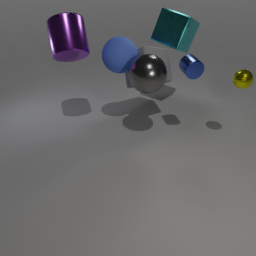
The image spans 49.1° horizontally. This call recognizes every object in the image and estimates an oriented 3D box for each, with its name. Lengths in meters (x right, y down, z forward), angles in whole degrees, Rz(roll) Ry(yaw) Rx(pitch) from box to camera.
[{"bbox_3d":[2.287,-2.211,10.104,0.700,0.700,0.700,-6,36,-10],"label":"cylinder"},{"bbox_3d":[2.093,-4.282,12.385,1.400,1.400,1.400,30,21,23],"label":"cube"},{"bbox_3d":[0.811,-2.522,11.845,1.400,1.400,1.400,-6,-2,-38],"label":"cube"},{"bbox_3d":[-0.320,-2.836,10.915,1.400,1.400,1.400,0,30,0],"label":"ball"},{"bbox_3d":[-2.239,-3.367,10.536,1.400,1.400,1.400,-11,-1,0],"label":"cylinder"},{"bbox_3d":[0.719,-1.943,10.078,1.400,1.400,1.400,0,30,0],"label":"ball"},{"bbox_3d":[4.091,-1.728,9.957,0.700,0.700,0.700,0,30,0],"label":"ball"}]
